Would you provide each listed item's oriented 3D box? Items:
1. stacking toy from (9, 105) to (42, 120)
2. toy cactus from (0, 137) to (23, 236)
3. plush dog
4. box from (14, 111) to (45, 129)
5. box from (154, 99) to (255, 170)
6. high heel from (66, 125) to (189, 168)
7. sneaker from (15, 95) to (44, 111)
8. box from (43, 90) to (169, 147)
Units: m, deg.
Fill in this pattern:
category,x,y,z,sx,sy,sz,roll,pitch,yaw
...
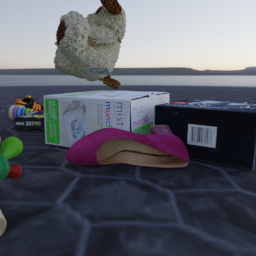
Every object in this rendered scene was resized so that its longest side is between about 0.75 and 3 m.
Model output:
category,x,y,z,sx,sy,sz,roll,pitch,yaw
stacking toy,-4.071,-0.597,11.461,1.399,0.597,0.597,3,11,-3
toy cactus,-2.254,0.809,3.517,1.940,1.202,2.351,30,23,31
plush dog,-0.861,-2.848,8.980,2.403,2.572,2.995,26,-13,-10
box,-3.072,-0.303,10.175,1.414,0.431,1.754,4,11,4
box,2.047,-0.011,6.682,2.247,1.170,2.046,7,12,32
high heel,-0.010,0.517,5.489,2.339,0.789,1.124,-15,37,-9
sneaker,-4.360,-1.056,12.811,0.699,0.900,2.000,4,12,19
box,-0.437,-0.355,7.894,2.516,1.379,2.851,6,12,24
